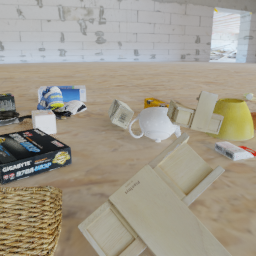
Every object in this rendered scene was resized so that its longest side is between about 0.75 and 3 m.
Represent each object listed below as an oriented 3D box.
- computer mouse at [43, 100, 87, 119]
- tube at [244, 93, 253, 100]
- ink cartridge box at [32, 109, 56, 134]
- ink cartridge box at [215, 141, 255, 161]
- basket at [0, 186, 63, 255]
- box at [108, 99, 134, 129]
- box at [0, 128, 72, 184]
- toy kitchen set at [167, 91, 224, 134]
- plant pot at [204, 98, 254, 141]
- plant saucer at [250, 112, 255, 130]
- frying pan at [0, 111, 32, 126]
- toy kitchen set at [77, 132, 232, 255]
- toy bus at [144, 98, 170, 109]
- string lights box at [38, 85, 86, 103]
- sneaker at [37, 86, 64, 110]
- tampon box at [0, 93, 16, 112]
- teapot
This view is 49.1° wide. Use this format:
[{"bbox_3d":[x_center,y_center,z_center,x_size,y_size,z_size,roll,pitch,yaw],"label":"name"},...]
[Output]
[{"bbox_3d":[-2.529,-0.852,11.904,1.203,0.481,2.193,5,18,20],"label":"computer mouse"},{"bbox_3d":[6.591,-1.782,15.285,0.382,0.342,1.318,44,23,8],"label":"tube"},{"bbox_3d":[-2.847,-0.210,9.478,0.671,0.659,0.911,-7,19,-23],"label":"ink cartridge box"},{"bbox_3d":[3.034,0.576,7.657,1.015,0.290,0.825,-10,19,-17],"label":"ink cartridge box"},{"bbox_3d":[-1.771,1.470,4.357,1.419,1.057,1.013,-1,-16,-4],"label":"basket"},{"bbox_3d":[-0.297,-0.556,10.195,0.577,0.694,1.689,25,8,-15],"label":"box"},{"bbox_3d":[-2.677,0.598,7.114,1.691,0.489,2.128,-13,21,-36],"label":"box"},{"bbox_3d":[1.763,-0.543,7.257,1.182,0.964,1.066,13,16,-5],"label":"toy kitchen set"},{"bbox_3d":[3.349,-0.365,9.215,1.577,1.119,1.577,0,17,0],"label":"plant pot"},{"bbox_3d":[5.029,-0.269,10.249,1.826,0.342,1.826,0,17,0],"label":"plant saucer"},{"bbox_3d":[-4.364,-0.404,10.621,2.426,0.395,1.468,-3,18,-16],"label":"frying pan"},{"bbox_3d":[0.612,1.478,4.236,1.930,1.741,1.575,-39,72,-13],"label":"toy kitchen set"},{"bbox_3d":[1.277,-0.724,11.203,0.795,0.661,2.030,-6,17,-22],"label":"toy bus"},{"bbox_3d":[-3.406,-1.804,14.642,2.365,0.697,1.215,-3,17,-9],"label":"string lights box"},{"bbox_3d":[-3.317,-1.197,11.907,0.776,0.863,2.099,-10,0,-37],"label":"sneaker"},{"bbox_3d":[-5.563,-1.040,12.076,1.178,0.744,0.883,-11,20,-31],"label":"tampon box"},{"bbox_3d":[0.887,-0.031,8.557,1.292,0.944,1.275,-9,-22,38],"label":"teapot"}]
